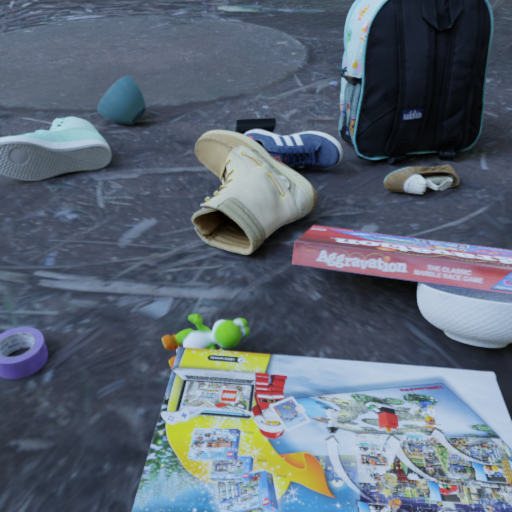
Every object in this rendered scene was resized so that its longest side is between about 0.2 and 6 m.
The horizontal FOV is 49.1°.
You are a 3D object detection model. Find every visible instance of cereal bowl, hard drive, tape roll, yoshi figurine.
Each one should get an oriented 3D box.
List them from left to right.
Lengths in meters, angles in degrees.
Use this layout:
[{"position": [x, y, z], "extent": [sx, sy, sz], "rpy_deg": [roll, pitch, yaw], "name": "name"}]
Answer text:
[{"position": [-3.335, 1.357, 7.863], "extent": [0.734, 0.312, 0.734], "rpy_deg": [-1, 34, 0], "name": "tape roll"}, {"position": [-0.671, 1.143, 7.638], "extent": [1.178, 0.662, 0.659], "rpy_deg": [-21, 34, 1], "name": "yoshi figurine"}, {"position": [-0.050, -3.096, 13.764], "extent": [0.944, 0.223, 1.353], "rpy_deg": [-3, -1, -5], "name": "hard drive"}, {"position": [3.182, 0.827, 8.004], "extent": [1.794, 0.747, 1.794], "rpy_deg": [7, 9, -1], "name": "cereal bowl"}]

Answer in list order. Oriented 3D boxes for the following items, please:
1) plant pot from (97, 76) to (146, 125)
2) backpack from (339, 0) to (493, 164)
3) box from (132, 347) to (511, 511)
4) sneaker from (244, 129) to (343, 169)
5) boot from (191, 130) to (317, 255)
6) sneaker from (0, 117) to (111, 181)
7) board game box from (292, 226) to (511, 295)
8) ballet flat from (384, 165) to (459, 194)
[{"position": [-3.510, -4.073, 15.136], "extent": [0.875, 1.299, 1.299], "rpy_deg": [41, 40, -5], "name": "plant pot"}, {"position": [3.622, -4.469, 13.227], "extent": [3.352, 3.813, 2.923], "rpy_deg": [-5, 35, -5], "name": "backpack"}, {"position": [0.832, 2.300, 6.002], "extent": [3.934, 0.741, 2.687], "rpy_deg": [4, 35, 3], "name": "box"}, {"position": [0.659, -2.249, 12.659], "extent": [2.500, 0.937, 1.056], "rpy_deg": [7, 37, 25], "name": "sneaker"}, {"position": [-0.566, -1.284, 10.859], "extent": [2.904, 1.057, 2.257], "rpy_deg": [36, 47, 18], "name": "boot"}, {"position": [-4.878, -2.549, 12.908], "extent": [2.712, 0.998, 1.600], "rpy_deg": [-7, 40, -27], "name": "sneaker"}, {"position": [2.919, 0.075, 8.841], "extent": [4.409, 0.429, 2.270], "rpy_deg": [8, 11, 11], "name": "board game box"}, {"position": [3.605, -1.578, 11.956], "extent": [1.737, 0.589, 0.628], "rpy_deg": [-7, 37, -20], "name": "ballet flat"}]
